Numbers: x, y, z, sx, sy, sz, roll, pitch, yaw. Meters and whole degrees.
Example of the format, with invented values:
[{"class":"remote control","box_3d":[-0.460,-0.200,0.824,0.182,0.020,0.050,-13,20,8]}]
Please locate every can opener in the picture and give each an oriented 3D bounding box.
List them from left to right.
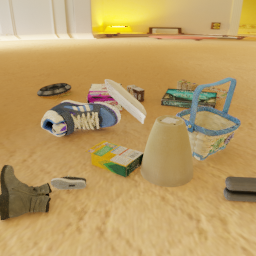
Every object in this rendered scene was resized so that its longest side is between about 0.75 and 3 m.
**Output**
[{"class":"can opener","box_3d":[3.648,1.600,6.802,2.483,0.653,0.825,4,25,10]}]

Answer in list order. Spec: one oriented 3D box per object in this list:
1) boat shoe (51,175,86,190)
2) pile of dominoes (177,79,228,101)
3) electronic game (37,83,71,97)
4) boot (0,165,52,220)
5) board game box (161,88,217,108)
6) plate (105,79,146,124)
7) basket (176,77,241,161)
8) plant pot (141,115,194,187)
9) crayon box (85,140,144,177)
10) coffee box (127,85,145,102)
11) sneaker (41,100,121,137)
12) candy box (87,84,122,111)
[{"class":"boat shoe","box_3d":[-1.588,1.432,7.552,0.926,0.342,0.316,-1,28,-3]},{"class":"pile of dominoes","box_3d":[4.082,-2.177,15.507,2.898,0.461,2.259,17,29,34]},{"class":"electronic game","box_3d":[-4.037,-2.083,15.374,1.870,0.389,1.870,-8,23,3]},{"class":"boot","box_3d":[-2.584,1.569,7.104,1.193,0.618,1.826,-4,31,-21]},{"class":"board game box","box_3d":[3.063,-1.460,13.906,2.541,0.358,1.719,7,28,17]},{"class":"plate","box_3d":[-0.021,-1.028,10.740,1.974,0.320,1.978,43,-5,5]},{"class":"basket","box_3d":[2.634,-0.343,8.990,2.127,2.412,1.678,-19,31,-37]},{"class":"plant pot","box_3d":[1.140,0.536,7.963,1.554,1.659,1.554,0,24,0]},{"class":"crayon box","box_3d":[-0.422,0.911,8.659,1.557,0.402,0.979,16,28,31]},{"class":"coffee box","box_3d":[0.385,-1.775,14.411,0.438,0.628,1.098,-12,26,-26]},{"class":"sneaker","box_3d":[-1.847,-0.176,10.453,2.733,1.101,2.001,10,33,15]},{"class":"candy box","box_3d":[-1.091,-1.553,13.778,1.620,0.725,2.376,0,24,-1]}]
